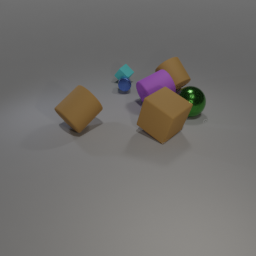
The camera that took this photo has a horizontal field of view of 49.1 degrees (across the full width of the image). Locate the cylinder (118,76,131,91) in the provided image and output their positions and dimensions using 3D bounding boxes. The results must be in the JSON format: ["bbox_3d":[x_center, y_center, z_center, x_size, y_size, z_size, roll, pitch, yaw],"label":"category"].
[{"bbox_3d":[-0.178,-2.394,15.073,0.700,0.700,0.700,0,21,-1],"label":"cylinder"}]

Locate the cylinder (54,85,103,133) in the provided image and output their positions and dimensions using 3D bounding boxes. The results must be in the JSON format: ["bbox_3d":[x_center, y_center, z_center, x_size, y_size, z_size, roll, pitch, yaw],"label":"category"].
[{"bbox_3d":[-1.988,-0.767,11.340,1.400,1.400,1.400,-47,47,-13],"label":"cylinder"}]

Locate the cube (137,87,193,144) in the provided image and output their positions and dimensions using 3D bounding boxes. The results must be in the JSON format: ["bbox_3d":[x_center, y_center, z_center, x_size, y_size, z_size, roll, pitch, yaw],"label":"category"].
[{"bbox_3d":[1.412,-0.521,10.991,1.400,1.400,1.400,38,47,22],"label":"cube"}]

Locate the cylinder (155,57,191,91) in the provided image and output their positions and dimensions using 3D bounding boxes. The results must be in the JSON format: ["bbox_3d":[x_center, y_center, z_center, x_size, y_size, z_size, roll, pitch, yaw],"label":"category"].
[{"bbox_3d":[2.354,-2.771,14.745,1.400,1.400,1.400,-23,81,-34],"label":"cylinder"}]

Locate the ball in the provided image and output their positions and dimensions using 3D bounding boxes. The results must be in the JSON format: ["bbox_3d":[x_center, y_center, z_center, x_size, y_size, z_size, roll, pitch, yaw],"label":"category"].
[{"bbox_3d":[2.787,-1.180,12.598,1.400,1.400,1.400,0,30,0],"label":"ball"}]

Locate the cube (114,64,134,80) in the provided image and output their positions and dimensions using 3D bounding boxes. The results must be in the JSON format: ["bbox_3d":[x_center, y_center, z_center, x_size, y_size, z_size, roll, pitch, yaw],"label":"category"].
[{"bbox_3d":[-0.218,-3.124,16.160,0.700,0.700,0.700,45,49,-3],"label":"cube"}]

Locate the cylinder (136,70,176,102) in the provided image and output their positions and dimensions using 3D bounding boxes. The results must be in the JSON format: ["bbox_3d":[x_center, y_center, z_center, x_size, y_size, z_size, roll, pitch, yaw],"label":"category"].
[{"bbox_3d":[1.320,-1.864,13.362,1.400,1.400,1.400,-29,37,-11],"label":"cylinder"}]
